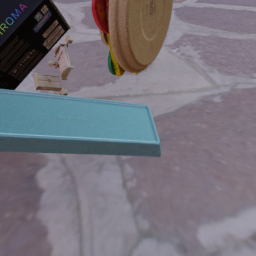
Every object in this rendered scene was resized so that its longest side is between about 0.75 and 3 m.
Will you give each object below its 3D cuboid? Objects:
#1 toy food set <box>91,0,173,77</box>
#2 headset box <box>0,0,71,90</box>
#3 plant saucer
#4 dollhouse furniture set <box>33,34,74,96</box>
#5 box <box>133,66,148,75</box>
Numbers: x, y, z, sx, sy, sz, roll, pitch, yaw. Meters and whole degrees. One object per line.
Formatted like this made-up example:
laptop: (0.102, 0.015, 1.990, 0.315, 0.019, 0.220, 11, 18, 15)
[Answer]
toy food set: (0.179, -2.147, 4.871, 0.585, 2.405, 2.380, 16, 55, 22)
headset box: (-3.159, -2.209, 5.514, 2.916, 1.353, 2.539, 43, 90, 8)
plant saucer: (-0.688, -0.076, 3.253, 2.292, 0.217, 0.801, 4, 50, -20)
dollhouse furniture set: (-0.998, -0.786, 3.822, 0.372, 0.762, 0.650, -1, 63, -33)
box: (0.025, -1.660, 6.200, 0.365, 0.243, 0.969, -32, 80, -18)
